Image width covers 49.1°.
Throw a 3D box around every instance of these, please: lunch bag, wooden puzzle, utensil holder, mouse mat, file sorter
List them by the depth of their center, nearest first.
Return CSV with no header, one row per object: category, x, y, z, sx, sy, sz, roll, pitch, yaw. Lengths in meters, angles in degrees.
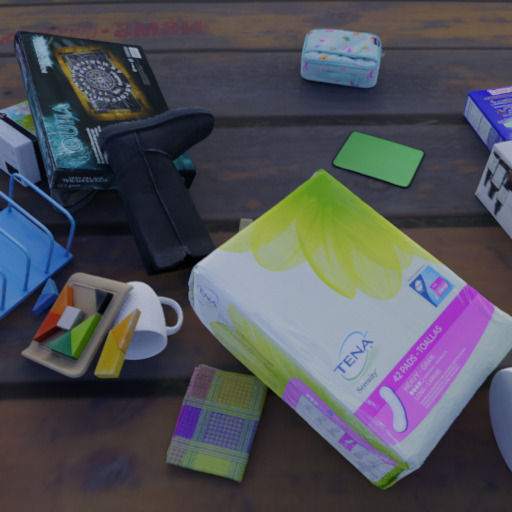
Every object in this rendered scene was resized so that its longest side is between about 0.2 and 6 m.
utensil holder,4.532,2.200,7.664,2.035,1.729,1.729,-6,49,-4
wooden puzzle,-2.885,1.019,8.975,2.699,0.316,1.821,1,56,35
file sorter,-4.396,-0.106,9.465,1.559,1.378,2.246,38,49,2
mouse mat,2.767,-2.205,12.637,1.807,0.068,1.454,22,52,17
lunch bag,2.275,-5.212,14.770,2.131,0.822,1.709,8,49,7

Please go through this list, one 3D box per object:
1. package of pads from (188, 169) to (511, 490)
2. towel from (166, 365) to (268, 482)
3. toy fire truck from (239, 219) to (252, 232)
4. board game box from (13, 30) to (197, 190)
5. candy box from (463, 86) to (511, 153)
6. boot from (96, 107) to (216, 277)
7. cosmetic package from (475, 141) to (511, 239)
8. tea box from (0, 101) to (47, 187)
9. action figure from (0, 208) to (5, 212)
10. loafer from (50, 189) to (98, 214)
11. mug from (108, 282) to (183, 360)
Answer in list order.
package of pads,1.377,0.957,8.614,4.183,1.427,3.232,41,59,19
towel,-0.554,2.452,8.452,1.211,0.192,1.686,10,50,8
toy fire truck,-0.031,-0.212,9.988,1.029,1.169,0.752,-16,81,-16
board game box,-3.324,-3.173,12.042,2.919,0.608,4.315,-4,55,-32
candy box,5.984,-3.104,12.965,1.628,0.742,1.926,-9,50,-6
boot,-1.396,-1.253,10.590,2.399,0.955,2.911,-20,73,-20
cosmetic package,5.423,-0.631,10.400,0.837,1.364,3.305,-14,50,-9
tea box,-4.887,-2.503,12.176,1.532,1.024,1.507,33,49,26
action figure,-5.369,-0.762,11.061,0.623,0.535,1.049,-8,50,7
loafer,-3.474,-1.834,11.858,0.825,0.722,2.295,19,51,16
mug,-1.822,1.014,9.253,1.223,0.903,1.073,0,50,-19
